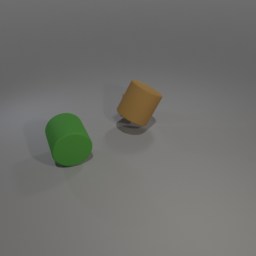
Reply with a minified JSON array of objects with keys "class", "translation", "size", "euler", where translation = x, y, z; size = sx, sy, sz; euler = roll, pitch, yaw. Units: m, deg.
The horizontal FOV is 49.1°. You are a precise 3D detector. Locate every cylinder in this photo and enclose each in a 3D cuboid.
[{"class":"cylinder","translation":[-2.131,0.393,9.985],"size":[1.400,1.400,1.400],"euler":[-12,37,-20]},{"class":"cylinder","translation":[0.461,-1.023,11.362],"size":[1.400,1.400,1.400],"euler":[26,18,-9]}]

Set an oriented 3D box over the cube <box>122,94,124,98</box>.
[{"class":"cube","translation":[0.163,-1.123,12.773],"size":[0.700,0.700,0.700],"euler":[-2,69,22]}]
